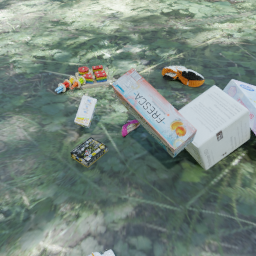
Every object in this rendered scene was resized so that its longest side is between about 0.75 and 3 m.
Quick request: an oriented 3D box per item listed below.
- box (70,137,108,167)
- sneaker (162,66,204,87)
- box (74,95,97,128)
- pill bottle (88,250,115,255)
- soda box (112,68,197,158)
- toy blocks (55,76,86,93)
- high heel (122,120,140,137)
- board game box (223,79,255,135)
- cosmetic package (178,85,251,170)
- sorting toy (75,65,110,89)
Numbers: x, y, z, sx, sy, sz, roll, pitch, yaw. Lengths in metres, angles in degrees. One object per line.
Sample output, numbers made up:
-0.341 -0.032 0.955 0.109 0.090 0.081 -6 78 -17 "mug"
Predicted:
-1.365 0.834 9.933 0.852 0.263 1.067 27 46 27 "box"
2.831 -2.718 13.925 2.141 0.810 0.985 22 40 23 "sneaker"
-1.576 -0.593 10.535 0.538 0.597 1.062 17 80 -2 "box"
-0.880 3.340 6.488 1.257 0.698 0.698 -17 42 -20 "pill bottle"
0.727 -0.472 8.365 0.884 0.951 2.781 -39 70 -8 "soda box"
-2.726 -1.991 13.133 1.025 0.446 1.230 6 36 33 "toy blocks"
0.124 0.014 10.860 0.532 0.374 1.109 2 25 19 "high heel"
5.226 -0.368 9.980 2.902 0.597 2.896 9 42 -28 "board game box"
2.746 -0.004 9.374 1.954 1.611 1.612 -36 48 -2 "cosmetic package"
-1.801 -2.620 13.973 1.480 0.518 1.489 -11 41 -13 "sorting toy"
